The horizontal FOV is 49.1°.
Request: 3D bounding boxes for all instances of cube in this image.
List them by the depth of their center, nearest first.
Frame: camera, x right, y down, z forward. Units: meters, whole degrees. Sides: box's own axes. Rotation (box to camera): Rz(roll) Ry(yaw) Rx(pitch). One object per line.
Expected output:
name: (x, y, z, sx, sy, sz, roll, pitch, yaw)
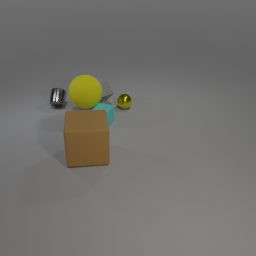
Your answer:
cube: (-1.377, 0.317, 9.482, 1.400, 1.400, 1.400, -3, 32, -8)
cube: (-1.025, -0.566, 11.826, 0.700, 0.700, 0.700, 10, 32, 18)
cube: (-1.232, -1.646, 12.927, 0.700, 0.700, 0.700, -25, 83, -39)

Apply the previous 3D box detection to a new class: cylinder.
cylinder: (-3.254, -1.407, 13.024, 0.700, 0.700, 0.700, 2, 73, 4)

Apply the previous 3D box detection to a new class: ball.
ball: (-1.791, -1.528, 11.852, 1.400, 1.400, 1.400, 0, 30, 0)
ball: (-0.160, -1.239, 12.998, 0.700, 0.700, 0.700, 0, 30, 0)
